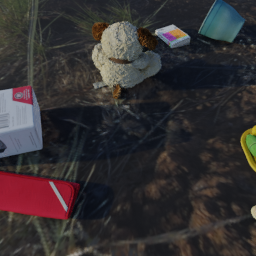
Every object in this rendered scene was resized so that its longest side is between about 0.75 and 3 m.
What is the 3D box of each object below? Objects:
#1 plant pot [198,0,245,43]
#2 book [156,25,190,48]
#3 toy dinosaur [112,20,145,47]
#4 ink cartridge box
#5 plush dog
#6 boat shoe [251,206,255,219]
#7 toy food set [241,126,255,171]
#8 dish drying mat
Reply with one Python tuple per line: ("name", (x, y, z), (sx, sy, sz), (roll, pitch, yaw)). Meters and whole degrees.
("plant pot", (4.348, -4.767, 12.808), (1.588, 1.690, 1.690), (31, 54, 6))
("book", (2.094, -4.341, 13.207), (0.989, 0.356, 1.481), (-21, 51, -15))
("toy dinosaur", (0.036, -3.788, 12.216), (1.729, 1.301, 2.547), (12, 26, -10))
("ink cartridge box", (-4.245, -0.108, 8.857), (2.765, 1.184, 2.041), (-12, 49, -8))
("plush dog", (-0.245, -2.684, 10.280), (2.875, 2.470, 2.307), (11, 49, 10))
("boat shoe", (4.039, 2.183, 7.281), (1.540, 0.500, 0.556), (5, 49, 4))
("toy food set", (4.403, 0.713, 8.380), (1.454, 0.807, 2.472), (-4, 48, -3))
("dish drying mat", (-2.920, 1.797, 7.778), (2.976, 0.271, 1.143), (7, 50, 6))
